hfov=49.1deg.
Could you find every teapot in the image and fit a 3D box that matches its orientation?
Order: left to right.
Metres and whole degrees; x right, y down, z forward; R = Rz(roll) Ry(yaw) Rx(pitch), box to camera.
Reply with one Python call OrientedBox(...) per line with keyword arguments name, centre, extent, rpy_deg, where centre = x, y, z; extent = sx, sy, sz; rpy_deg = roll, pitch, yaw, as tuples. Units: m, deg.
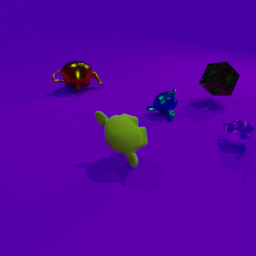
OrientedBox(name="teapot", centre=(-1.803, -1.867, 10.319), extent=(1.950, 0.955, 1.212), rpy_deg=(-3, -12, -23))
OrientedBox(name="teapot", centre=(2.870, 0.089, 7.215), extent=(0.762, 0.600, 1.226), rpy_deg=(-38, 23, -12))

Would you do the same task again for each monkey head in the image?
OrientedBox(name="monkey head", centre=(-0.160, 0.244, 6.406), extent=(0.914, 1.091, 1.516), rpy_deg=(-23, 69, -44))
OrientedBox(name="monkey head", centre=(1.146, -0.686, 8.591), extent=(1.144, 0.689, 0.823), rpy_deg=(-33, 38, 27))

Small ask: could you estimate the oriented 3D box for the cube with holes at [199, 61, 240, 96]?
OrientedBox(name="cube with holes", centre=(3.033, -1.613, 9.308), extent=(0.798, 0.798, 0.798), rpy_deg=(33, -12, -30))
